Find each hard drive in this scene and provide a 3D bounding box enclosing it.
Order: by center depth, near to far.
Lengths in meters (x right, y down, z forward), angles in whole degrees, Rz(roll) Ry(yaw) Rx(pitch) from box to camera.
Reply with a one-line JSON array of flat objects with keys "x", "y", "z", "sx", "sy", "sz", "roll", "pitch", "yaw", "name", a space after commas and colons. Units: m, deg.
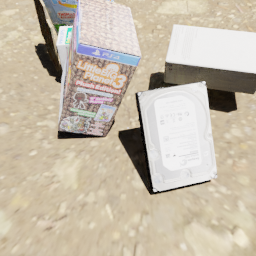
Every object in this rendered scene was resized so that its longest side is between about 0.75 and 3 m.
[{"x": 1.139, "y": 0.188, "z": 6.516, "sx": 1.625, "sy": 2.326, "sz": 0.440, "roll": -10, "pitch": 8, "yaw": -8, "name": "hard drive"}]

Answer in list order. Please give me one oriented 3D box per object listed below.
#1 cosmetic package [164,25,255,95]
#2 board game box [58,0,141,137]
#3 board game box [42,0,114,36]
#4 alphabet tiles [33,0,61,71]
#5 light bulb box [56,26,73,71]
[{"x": 2.399, "y": -1.922, "z": 7.843, "sx": 2.564, "sy": 1.088, "sz": 1.380, "roll": 12, "pitch": 67, "yaw": 10, "name": "cosmetic package"}, {"x": -0.896, "y": -1.527, "z": 7.305, "sx": 1.348, "sy": 2.784, "sz": 2.219, "roll": 8, "pitch": 48, "yaw": -18, "name": "board game box"}, {"x": -1.479, "y": -3.684, "z": 9.062, "sx": 2.220, "sy": 2.935, "sz": 0.537, "roll": 5, "pitch": 54, "yaw": 16, "name": "board game box"}, {"x": -2.635, "y": -3.110, "z": 9.007, "sx": 0.078, "sy": 2.457, "sz": 2.045, "roll": -21, "pitch": 59, "yaw": -17, "name": "alphabet tiles"}, {"x": -1.280, "y": -2.295, "z": 8.899, "sx": 1.616, "sy": 1.602, "sz": 1.008, "roll": -2, "pitch": 51, "yaw": -1, "name": "light bulb box"}]
